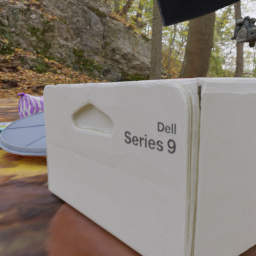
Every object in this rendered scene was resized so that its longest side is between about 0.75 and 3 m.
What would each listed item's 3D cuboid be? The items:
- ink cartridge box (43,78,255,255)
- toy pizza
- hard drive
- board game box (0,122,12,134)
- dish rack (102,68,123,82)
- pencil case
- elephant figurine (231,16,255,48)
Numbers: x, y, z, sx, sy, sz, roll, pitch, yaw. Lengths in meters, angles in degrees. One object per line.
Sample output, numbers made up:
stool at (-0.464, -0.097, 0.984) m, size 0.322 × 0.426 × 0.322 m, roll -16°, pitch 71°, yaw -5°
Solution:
ink cartridge box at (0.778, 0.098, 2.976) m, size 2.765 × 1.210 × 2.009 m, roll -4°, pitch 8°, yaw -39°
toy pizza at (-1.039, 0.067, 5.201) m, size 2.526 × 0.400 × 2.526 m, roll -4°, pitch 19°, yaw 1°
hard drive at (1.397, -2.515, 4.154) m, size 2.164 × 1.460 × 0.458 m, roll -24°, pitch 36°, yaw -1°
board game box at (-2.851, 0.142, 5.845) m, size 1.595 × 0.374 × 1.204 m, roll -5°, pitch 9°, yaw -36°
dish rack at (-0.700, -2.244, 12.141) m, size 0.659 × 0.859 × 0.234 m, roll -28°, pitch 22°, yaw 50°
pencil case at (-2.770, -0.796, 10.330) m, size 1.040 × 1.059 × 2.477 m, roll -5°, pitch 4°, yaw 36°
elephant figurine at (3.159, -2.432, 7.334) m, size 0.693 × 0.760 × 0.979 m, roll -12°, pitch 50°, yaw 12°
